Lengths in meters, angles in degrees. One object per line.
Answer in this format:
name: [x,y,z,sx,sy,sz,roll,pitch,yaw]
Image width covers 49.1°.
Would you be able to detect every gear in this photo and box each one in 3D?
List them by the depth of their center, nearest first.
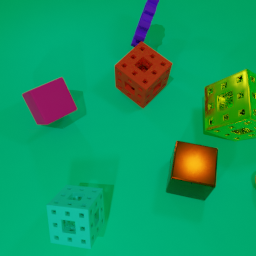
gear: [0.557,-3.509,9.182,0.329,1.777,1.777,20,59,-7]

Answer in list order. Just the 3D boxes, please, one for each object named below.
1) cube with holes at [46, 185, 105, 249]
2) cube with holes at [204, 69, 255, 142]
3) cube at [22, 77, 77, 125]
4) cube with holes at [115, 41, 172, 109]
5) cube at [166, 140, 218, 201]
cube with holes: [-1.146,1.975,6.372,0.947,0.947,0.947,3,16,14]
cube with holes: [3.081,-0.543,7.668,1.353,1.353,1.353,17,68,-32]
cube: [-2.279,-0.760,8.127,1.021,1.021,1.021,-31,106,-28]
cube with holes: [0.448,-1.625,8.734,1.212,1.212,1.212,40,72,14]
cube: [1.636,1.117,7.267,1.073,1.073,1.073,11,59,6]
